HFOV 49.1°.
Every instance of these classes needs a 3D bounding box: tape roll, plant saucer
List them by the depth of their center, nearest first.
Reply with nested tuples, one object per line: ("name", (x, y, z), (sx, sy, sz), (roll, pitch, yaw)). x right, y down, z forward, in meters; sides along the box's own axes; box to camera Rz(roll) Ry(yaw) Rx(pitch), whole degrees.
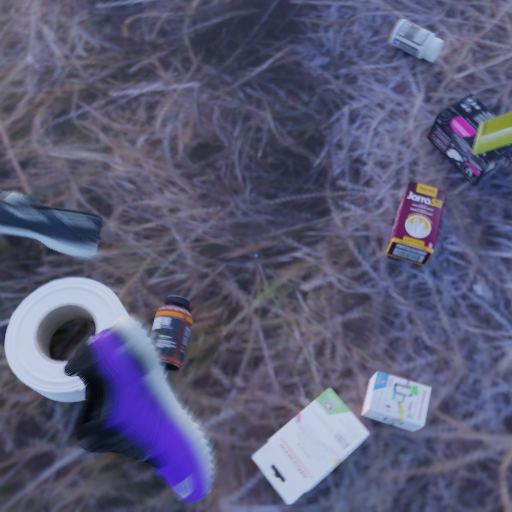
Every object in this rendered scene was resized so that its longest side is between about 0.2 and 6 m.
("tape roll", (-2.782, 1.268, 8.478), (1.809, 0.633, 1.809), (0, 63, 0))
("plant saucer", (3.823, -1.975, 8.678), (0.901, 0.216, 0.902), (-15, 27, 37))

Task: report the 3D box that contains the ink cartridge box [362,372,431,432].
("ink cartridge box", (2.025, 2.118, 8.112), (0.792, 0.578, 0.581), (16, 67, 7))

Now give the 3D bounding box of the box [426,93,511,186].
("box", (3.874, -2.076, 10.013), (0.872, 0.757, 1.319), (-31, 70, -15))

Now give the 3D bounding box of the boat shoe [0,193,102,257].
("boat shoe", (-3.676, -0.667, 9.107), (2.363, 0.893, 0.713), (16, 102, -9))

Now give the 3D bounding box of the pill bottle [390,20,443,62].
("pill bottle", (3.212, -4.278, 11.183), (0.926, 0.527, 0.527), (35, 69, 15))

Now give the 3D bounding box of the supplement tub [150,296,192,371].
("supplement tub", (-1.306, 1.170, 8.574), (0.578, 0.578, 1.081), (9, 65, 4))

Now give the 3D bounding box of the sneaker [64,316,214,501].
("sneaker", (-1.627, 2.232, 7.258), (1.317, 0.921, 2.649), (-32, 97, -40))

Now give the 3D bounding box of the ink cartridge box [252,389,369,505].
("ink cartridge box", (0.749, 2.693, 7.887), (1.469, 0.495, 0.860), (-36, 70, -16))

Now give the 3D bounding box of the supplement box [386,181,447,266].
("supplement box", (2.695, -0.549, 9.404), (0.685, 0.532, 1.242), (17, 66, 8))
